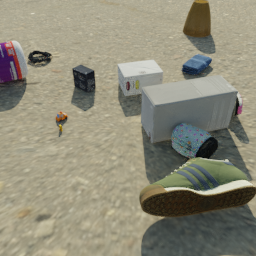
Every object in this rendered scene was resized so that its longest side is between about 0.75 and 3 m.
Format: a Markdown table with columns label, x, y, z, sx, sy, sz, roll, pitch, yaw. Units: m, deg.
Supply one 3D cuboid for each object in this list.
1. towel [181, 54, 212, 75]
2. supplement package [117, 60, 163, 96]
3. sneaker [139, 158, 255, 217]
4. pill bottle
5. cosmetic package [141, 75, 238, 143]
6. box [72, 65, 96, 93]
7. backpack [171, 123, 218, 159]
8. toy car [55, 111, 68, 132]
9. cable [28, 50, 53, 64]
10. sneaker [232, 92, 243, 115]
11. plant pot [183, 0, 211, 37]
| label | x | y | z | sx | sy | sz | roll | pitch | yaw |
| --- | --- | --- | --- | --- | --- | --- | --- | --- | --- |
| towel | 3.005 | -2.759 | 12.188 | 0.840 | 0.365 | 1.505 | 25 | 44 | 28 |
| supplement package | 0.453 | -1.944 | 10.775 | 1.489 | 0.826 | 1.160 | -10 | 39 | -10 |
| sneaker | 1.520 | 1.302 | 6.694 | 2.748 | 0.922 | 1.234 | -3 | 36 | -11 |
| pill bottle | -5.384 | -2.437 | 10.882 | 2.633 | 1.481 | 1.481 | -18 | 42 | -22 |
| cosmetic package | 1.808 | -0.613 | 8.634 | 2.707 | 1.446 | 1.221 | -7 | 39 | -12 |
| box | -1.681 | -1.903 | 10.761 | 0.782 | 0.795 | 0.467 | 28 | 46 | 30 |
| backpack | 1.807 | 0.403 | 7.894 | 1.206 | 0.763 | 1.006 | 29 | 49 | 36 |
| toy car | -2.116 | -0.270 | 9.121 | 0.416 | 0.282 | 0.849 | -15 | 40 | -17 |
| cable | -4.127 | -3.263 | 12.936 | 1.161 | 0.295 | 0.947 | 26 | 50 | 25 |
| sneaker | 3.177 | -1.037 | 9.725 | 0.919 | 0.775 | 2.100 | -7 | 35 | -8 |
| plant pot | 3.873 | -6.032 | 15.270 | 1.551 | 1.664 | 1.551 | 1 | 39 | 0 |
